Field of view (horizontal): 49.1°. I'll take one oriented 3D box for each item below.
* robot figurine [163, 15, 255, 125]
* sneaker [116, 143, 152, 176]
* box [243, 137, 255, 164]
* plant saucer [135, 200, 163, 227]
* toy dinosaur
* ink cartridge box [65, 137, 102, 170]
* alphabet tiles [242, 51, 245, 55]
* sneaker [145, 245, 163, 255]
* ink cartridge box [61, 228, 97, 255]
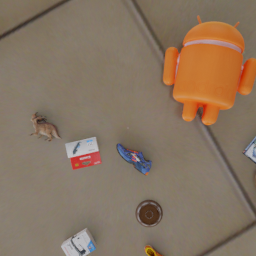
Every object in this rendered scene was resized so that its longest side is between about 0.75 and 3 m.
[{"bbox_3d":[2.180,-1.536,7.530,1.664,2.052,2.853,10,90,-41],"label":"robot figurine"},{"bbox_3d":[0.176,0.832,8.116,1.244,0.468,0.488,39,81,-8],"label":"sneaker"},{"bbox_3d":[4.112,0.800,8.179,1.225,0.231,0.837,40,88,1],"label":"box"},{"bbox_3d":[0.619,2.512,8.178,0.807,0.129,0.807,0,88,1],"label":"plant saucer"},{"bbox_3d":[-2.400,-0.014,8.121,1.081,0.464,0.733,18,82,-5],"label":"toy dinosaur"},{"bbox_3d":[-1.295,0.752,8.199,0.914,0.204,0.805,-13,87,0],"label":"ink cartridge box"},{"bbox_3d":[2.759,-2.284,8.385,1.172,0.045,1.408,41,88,1],"label":"alphabet tiles"},{"bbox_3d":[0.803,3.724,8.038,0.841,0.324,0.307,37,87,0],"label":"sneaker"},{"bbox_3d":[-1.394,3.373,8.032,0.825,0.347,0.596,-31,88,-1],"label":"ink cartridge box"}]
